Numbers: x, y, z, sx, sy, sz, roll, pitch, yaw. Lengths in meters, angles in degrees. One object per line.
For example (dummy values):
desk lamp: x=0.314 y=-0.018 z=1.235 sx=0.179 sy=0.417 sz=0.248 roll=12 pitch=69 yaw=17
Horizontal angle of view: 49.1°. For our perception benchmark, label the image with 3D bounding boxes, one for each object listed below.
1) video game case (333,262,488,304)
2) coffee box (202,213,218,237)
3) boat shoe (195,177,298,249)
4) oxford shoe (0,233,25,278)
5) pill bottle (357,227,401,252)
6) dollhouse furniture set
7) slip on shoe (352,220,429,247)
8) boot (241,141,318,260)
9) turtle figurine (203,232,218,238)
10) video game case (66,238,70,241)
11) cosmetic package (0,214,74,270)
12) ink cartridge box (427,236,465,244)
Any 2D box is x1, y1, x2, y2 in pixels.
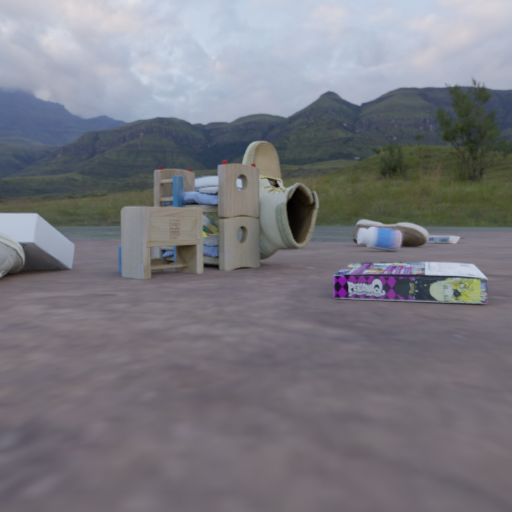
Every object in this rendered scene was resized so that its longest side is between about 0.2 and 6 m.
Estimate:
video game case: x=1.528 y=0.238 z=5.564 sx=1.322 sy=0.261 sz=1.458 roll=1 pitch=4 yaw=16
coffee box: x=-1.298 y=-0.750 z=13.808 sx=0.807 sy=0.289 sz=1.313 roll=17 pitch=-18 yaw=50
boat shoe: x=-0.226 y=-1.014 z=13.408 sx=2.916 sy=1.324 sz=1.032 roll=10 pitch=-13 yaw=1
oxford shoe: x=-3.203 y=0.020 z=6.189 sx=0.924 sy=0.710 sz=2.458 roll=-1 pitch=-11 yaw=-10
pill bottle: x=2.689 y=-0.377 z=12.272 sx=0.865 sy=0.485 sz=0.485 roll=8 pitch=3 yaw=-3
dollhouse furniture set: x=-1.222 y=-0.571 z=7.986 sx=1.555 sy=1.546 sz=2.206 roll=3 pitch=5 yaw=40
slip on shoe: x=3.402 y=-0.481 z=14.346 sx=1.932 sy=0.734 sz=0.585 roll=13 pitch=51 yaw=28
boot: x=0.344 y=-0.966 z=8.508 sx=0.691 sy=1.916 sz=1.482 roll=3 pitch=-8 yaw=-24
turtle figurine: x=-1.542 y=-0.348 z=12.431 sx=1.620 sy=0.522 sz=1.307 roll=11 pitch=17 yaw=33
video game case: x=-5.729 y=-0.381 z=15.289 sx=0.961 sy=0.190 sz=1.061 roll=0 pitch=4 yaw=3
cosmetic package: x=-3.510 y=-0.172 z=7.558 sx=1.679 sy=0.434 sz=1.266 roll=1 pitch=-15 yaw=3
ink cartridge box: x=5.601 y=-0.458 z=16.628 sx=0.986 sy=0.247 sz=0.799 roll=7 pitch=-3 yaw=-44
